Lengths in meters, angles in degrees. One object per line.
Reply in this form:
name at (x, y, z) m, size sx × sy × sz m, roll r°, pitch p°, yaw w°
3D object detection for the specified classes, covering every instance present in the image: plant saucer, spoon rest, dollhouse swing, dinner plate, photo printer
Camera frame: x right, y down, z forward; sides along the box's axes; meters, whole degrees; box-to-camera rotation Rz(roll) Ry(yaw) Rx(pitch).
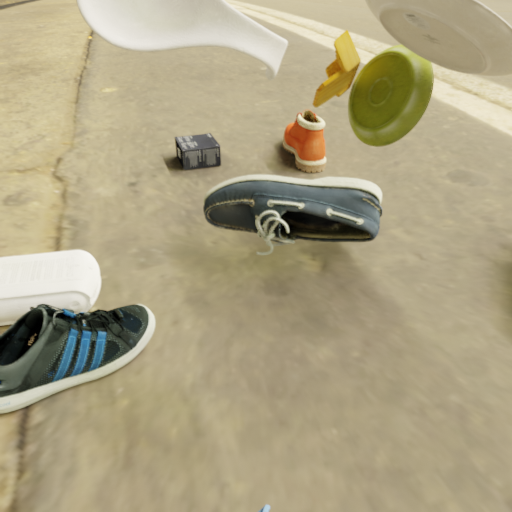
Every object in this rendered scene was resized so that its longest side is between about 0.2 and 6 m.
plant saucer at (2.071, -2.624, 9.059) m, size 0.262 × 1.688 × 1.688 m, roll 11°, pitch 20°, yaw -39°
spoon rest at (-0.712, -2.534, 5.889) m, size 2.323 × 1.154 × 0.704 m, roll 17°, pitch 9°, yaw -17°
dollhouse swing at (1.197, -3.044, 9.227) m, size 0.794 × 0.821 × 0.903 m, roll -20°, pitch -8°, yaw -4°
dinner plate at (2.352, -2.890, 7.276) m, size 2.379 × 0.288 × 2.379 m, roll 29°, pitch 7°, yaw -4°
photo printer at (-2.842, 0.393, 7.559) m, size 1.433 × 0.498 × 1.192 m, roll -7°, pitch 31°, yaw -12°

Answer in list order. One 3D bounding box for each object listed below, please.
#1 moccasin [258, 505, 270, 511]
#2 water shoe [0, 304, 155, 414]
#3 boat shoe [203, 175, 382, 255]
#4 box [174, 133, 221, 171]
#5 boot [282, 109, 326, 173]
moccasin at (0.271, 2.295, 4.123) m, size 2.259 × 0.770 × 0.909 m, roll 0°, pitch 31°, yaw 0°
water shoe at (-2.116, 0.942, 6.264) m, size 2.251 × 0.888 × 0.805 m, roll -26°, pitch 40°, yaw -36°
boat shoe at (0.271, -0.339, 4.972) m, size 1.659 × 0.621 × 0.513 m, roll 3°, pitch 60°, yaw 15°
box at (-1.248, -2.235, 11.974) m, size 0.812 × 0.464 × 0.892 m, roll -10°, pitch 33°, yaw -14°
boot at (1.072, -2.698, 12.147) m, size 0.786 × 1.123 × 2.094 m, roll -7°, pitch 30°, yaw -9°
